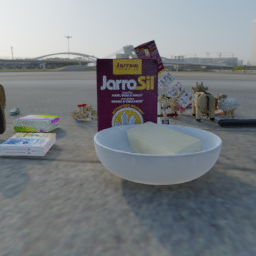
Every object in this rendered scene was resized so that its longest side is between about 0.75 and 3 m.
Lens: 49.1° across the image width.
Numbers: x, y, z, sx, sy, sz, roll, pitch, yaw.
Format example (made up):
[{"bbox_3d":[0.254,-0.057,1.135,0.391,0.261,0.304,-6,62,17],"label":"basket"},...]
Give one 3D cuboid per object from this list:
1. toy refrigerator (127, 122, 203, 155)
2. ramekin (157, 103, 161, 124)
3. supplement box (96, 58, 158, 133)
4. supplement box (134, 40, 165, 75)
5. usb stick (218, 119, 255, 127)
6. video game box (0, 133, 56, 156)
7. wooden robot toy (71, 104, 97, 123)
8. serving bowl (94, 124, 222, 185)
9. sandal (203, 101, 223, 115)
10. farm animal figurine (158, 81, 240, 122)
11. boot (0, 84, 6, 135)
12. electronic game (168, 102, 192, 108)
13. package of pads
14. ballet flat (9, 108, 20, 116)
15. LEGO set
[{"bbox_3d":[0.741,0.418,6.076,0.682,0.628,1.796,-22,23,-25],"label":"toy refrigerator"},{"bbox_3d":[0.287,-0.554,10.875,2.021,0.985,2.021,0,12,0],"label":"ramekin"},{"bbox_3d":[-0.023,-0.644,7.752,1.633,2.495,1.287,-1,12,-2],"label":"supplement box"},{"bbox_3d":[0.795,-2.522,10.233,0.651,1.179,0.505,-2,28,46],"label":"supplement box"},{"bbox_3d":[4.418,-0.204,10.924,1.767,0.288,0.490,-1,6,-4],"label":"usb stick"},{"bbox_3d":[-2.766,0.436,7.840,1.183,0.304,1.298,3,15,-1],"label":"video game box"},{"bbox_3d":[-2.065,-0.649,12.162,0.769,0.747,1.695,-5,7,35],"label":"wooden robot toy"},{"bbox_3d":[0.601,0.576,5.983,2.632,0.866,2.632,0,13,0],"label":"serving bowl"},{"bbox_3d":[4.298,-1.054,13.949,2.226,0.638,0.853,-10,16,-38],"label":"sandal"},{"bbox_3d":[3.031,-1.285,12.615,2.905,1.515,2.873,-9,18,-14],"label":"farm animal figurine"},{"bbox_3d":[-4.182,-0.649,9.150,0.625,1.698,0.641,-5,8,17],"label":"boot"},{"bbox_3d":[2.930,-1.416,16.341,1.566,0.326,1.566,0,12,0],"label":"electronic game"},{"bbox_3d":[-3.331,-0.187,10.382,1.389,0.474,1.073,2,13,10],"label":"package of pads"},{"bbox_3d":[-5.570,-0.811,13.686,0.313,0.313,0.844,0,13,1],"label":"ballet flat"},{"bbox_3d":[1.207,-0.829,9.393,1.262,1.689,0.415,43,1,6],"label":"LEGO set"}]
